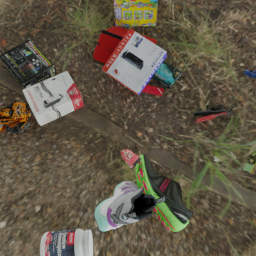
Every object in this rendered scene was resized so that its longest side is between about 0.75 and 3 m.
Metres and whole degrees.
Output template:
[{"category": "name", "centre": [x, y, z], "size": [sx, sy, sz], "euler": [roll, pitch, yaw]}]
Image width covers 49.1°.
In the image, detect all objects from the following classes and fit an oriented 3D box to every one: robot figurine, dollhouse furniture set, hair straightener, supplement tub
[{"category": "robot figurine", "centre": [-5.159, -0.451, 11.693], "size": [2.197, 0.639, 1.593], "euler": [-12, 61, -6]}, {"category": "dollhouse furniture set", "centre": [4.876, 1.345, 10.962], "size": [0.411, 0.317, 0.822], "euler": [26, 66, 13]}, {"category": "hair straightener", "centre": [3.658, -0.781, 12.017], "size": [1.889, 0.386, 0.727], "euler": [-15, 64, -8]}, {"category": "supplement tub", "centre": [-1.984, 3.918, 9.191], "size": [1.556, 1.092, 1.092], "euler": [-6, 63, -2]}]

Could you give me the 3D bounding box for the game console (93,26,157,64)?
[{"category": "game console", "centre": [-0.115, -3.843, 13.691], "size": [2.471, 1.466, 2.129], "euler": [23, 96, 12]}]

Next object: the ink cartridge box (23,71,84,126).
[{"category": "ink cartridge box", "centre": [-3.181, -1.278, 11.994], "size": [2.093, 0.867, 1.536], "euler": [-27, 67, -14]}]

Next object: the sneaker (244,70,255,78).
[{"category": "sneaker", "centre": [5.807, -2.543, 13.016], "size": [0.787, 0.276, 0.307], "euler": [24, 59, 7]}]

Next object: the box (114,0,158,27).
[{"category": "box", "centre": [0.374, -6.511, 14.439], "size": [2.135, 1.352, 2.217], "euler": [-1, 62, 0]}]

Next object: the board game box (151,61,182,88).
[{"category": "board game box", "centre": [1.594, -2.625, 13.065], "size": [1.573, 0.221, 1.064], "euler": [35, 68, 17]}]

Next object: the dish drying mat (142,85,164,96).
[{"category": "dish drying mat", "centre": [1.070, -1.737, 12.676], "size": [1.066, 0.097, 0.409], "euler": [15, 65, 7]}]

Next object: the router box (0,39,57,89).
[{"category": "router box", "centre": [-4.603, -2.914, 12.950], "size": [1.637, 0.679, 2.184], "euler": [-37, 69, -17]}]

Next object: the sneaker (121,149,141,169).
[{"category": "sneaker", "centre": [0.020, 1.011, 9.564], "size": [0.483, 1.310, 0.568], "euler": [-46, 100, -10]}]

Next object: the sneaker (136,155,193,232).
[{"category": "sneaker", "centre": [1.246, 2.247, 10.186], "size": [1.232, 1.129, 2.941], "euler": [-23, 70, -25]}]

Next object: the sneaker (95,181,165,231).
[{"category": "sneaker", "centre": [0.346, 2.337, 9.001], "size": [1.904, 2.722, 1.058], "euler": [-19, 97, 24]}]

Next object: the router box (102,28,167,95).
[{"category": "router box", "centre": [0.293, -2.940, 12.478], "size": [1.997, 0.544, 2.226], "euler": [35, 92, 11]}]
